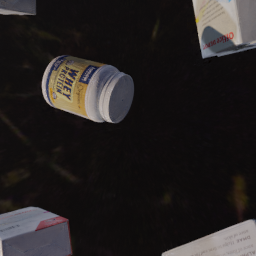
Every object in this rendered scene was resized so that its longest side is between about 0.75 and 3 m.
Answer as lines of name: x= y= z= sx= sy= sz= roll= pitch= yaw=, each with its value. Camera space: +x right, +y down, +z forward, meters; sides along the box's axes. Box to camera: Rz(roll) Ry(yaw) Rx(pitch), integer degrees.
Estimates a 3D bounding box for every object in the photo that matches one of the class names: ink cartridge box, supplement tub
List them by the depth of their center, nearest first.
ink cartridge box: x=-1.746 y=1.766 z=4.596 sx=0.993 sy=1.704 sz=0.575 roll=-6 pitch=89 yaw=-37
supplement tub: x=-0.714 y=-0.701 z=5.118 sx=1.430 sy=1.033 sz=1.033 roll=18 pitch=72 yaw=24
ink cartridge box: x=2.428 y=-2.806 z=5.875 sx=1.627 sy=1.634 sz=2.249 roll=-12 pitch=97 yaw=-10

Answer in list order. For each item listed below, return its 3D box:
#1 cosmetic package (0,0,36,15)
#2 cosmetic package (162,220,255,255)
cosmetic package: x=-2.442 y=-2.401 z=5.001 sx=0.835 sy=1.479 sz=0.600 roll=9 pitch=109 yaw=19
cosmetic package: x=1.667 y=2.765 z=3.889 sx=1.678 sy=1.677 sz=2.034 roll=-34 pitch=32 yaw=25
